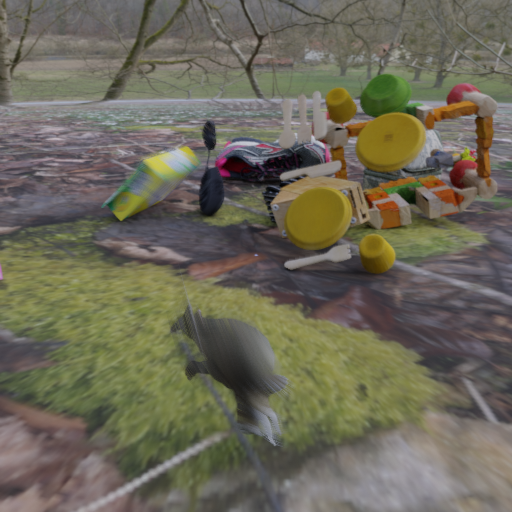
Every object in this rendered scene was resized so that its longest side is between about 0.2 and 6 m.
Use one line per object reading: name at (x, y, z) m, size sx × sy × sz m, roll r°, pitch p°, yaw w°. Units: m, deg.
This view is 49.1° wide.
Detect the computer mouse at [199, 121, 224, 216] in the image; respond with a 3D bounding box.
computer mouse at (-0.950, -1.966, 12.374) m, size 0.414 × 2.432 × 0.713 m, roll 9°, pitch -25°, yaw -23°

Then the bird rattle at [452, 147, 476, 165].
bird rattle at (6.439, -3.110, 17.647) m, size 0.930 × 0.643 × 1.141 m, roll -10°, pitch 11°, yaw 24°

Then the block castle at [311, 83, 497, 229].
block castle at (2.973, -1.995, 11.294) m, size 3.411 × 2.280 × 1.600 m, roll -12°, pitch 23°, yaw 0°

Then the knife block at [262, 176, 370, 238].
knife block at (1.160, -1.153, 10.973) m, size 2.294 × 0.734 × 2.014 m, roll -10°, pitch 23°, yaw 26°

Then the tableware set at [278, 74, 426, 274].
tableware set at (1.652, -1.432, 9.468) m, size 2.498 × 3.708 × 0.569 m, roll -11°, pitch -29°, yaw 21°

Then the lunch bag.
lunch bag at (3.571, -2.247, 13.523) m, size 1.928 × 1.617 × 1.343 m, roll -14°, pitch 24°, yaw -34°

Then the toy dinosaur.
toy dinosaur at (-0.160, 0.763, 4.447) m, size 0.861 × 1.684 × 0.648 m, roll 15°, pitch 51°, yaw 19°

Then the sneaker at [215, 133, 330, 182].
sneaker at (0.429, -2.472, 15.040) m, size 3.165 × 1.276 × 1.182 m, roll 0°, pitch 33°, yaw 22°

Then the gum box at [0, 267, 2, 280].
gum box at (-4.551, -0.018, 8.392) m, size 1.453 × 0.825 × 0.481 m, roll 5°, pitch 20°, yaw 14°

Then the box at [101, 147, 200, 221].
box at (-2.224, -1.566, 12.000) m, size 1.414 × 0.583 × 2.410 m, roll -40°, pitch 1°, yaw 25°
